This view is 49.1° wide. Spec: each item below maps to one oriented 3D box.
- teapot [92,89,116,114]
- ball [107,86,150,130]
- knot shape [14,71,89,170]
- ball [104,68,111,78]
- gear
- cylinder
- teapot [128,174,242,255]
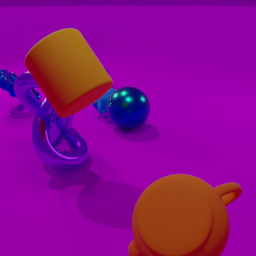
[{"bbox_3d":[-0.573,-0.731,7.954,0.819,0.645,1.317,-15,19,23],"label":"teapot"},{"bbox_3d":[0.019,-0.502,7.061,1.089,1.089,1.089,0,26,0],"label":"ball"},{"bbox_3d":[-1.578,-0.155,5.864,0.952,2.061,1.929,-22,9,-14],"label":"knot shape"},{"bbox_3d":[-1.002,-1.890,10.405,0.726,0.726,0.726,0,26,0],"label":"ball"},{"bbox_3d":[-3.304,-1.229,8.434,1.408,0.260,1.408,39,9,-8],"label":"gear"},{"bbox_3d":[-0.930,-0.857,4.492,1.025,1.025,1.025,-34,-1,-1],"label":"cylinder"},{"bbox_3d":[0.563,1.123,3.153,1.689,0.827,1.050,-35,50,2],"label":"teapot"}]
